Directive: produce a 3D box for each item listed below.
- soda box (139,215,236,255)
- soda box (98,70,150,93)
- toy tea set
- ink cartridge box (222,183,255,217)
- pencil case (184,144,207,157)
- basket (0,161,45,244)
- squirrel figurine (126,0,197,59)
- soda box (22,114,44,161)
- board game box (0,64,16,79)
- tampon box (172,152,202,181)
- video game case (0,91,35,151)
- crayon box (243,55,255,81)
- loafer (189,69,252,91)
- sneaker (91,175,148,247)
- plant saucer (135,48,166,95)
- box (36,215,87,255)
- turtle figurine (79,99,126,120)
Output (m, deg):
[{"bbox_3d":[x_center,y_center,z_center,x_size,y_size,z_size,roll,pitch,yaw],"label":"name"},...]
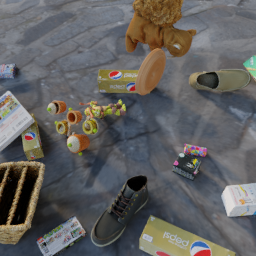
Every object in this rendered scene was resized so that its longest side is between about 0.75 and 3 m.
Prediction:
[{"bbox_3d":[1.624,3.498,7.971,2.531,0.857,0.810,20,52,17],"label":"soda box"},{"bbox_3d":[-0.153,-2.153,12.939,2.412,0.772,0.817,2,50,1],"label":"soda box"},{"bbox_3d":[-2.299,-0.080,10.632,2.427,1.443,0.898,32,25,25],"label":"toy tea set"},{"bbox_3d":[3.706,2.327,9.055,1.040,0.752,0.766,-4,49,-4],"label":"ink cartridge box"},{"bbox_3d":[2.552,0.836,10.628,0.847,0.374,0.374,13,50,9],"label":"pencil case"},{"bbox_3d":[-3.611,2.075,8.378,1.577,1.647,2.210,22,46,-20],"label":"basket"},{"bbox_3d":[1.331,-3.842,10.645,2.408,2.580,1.826,35,59,27],"label":"squirrel figurine"},{"bbox_3d":[-3.769,0.312,10.891,0.596,0.631,1.863,-16,51,-13],"label":"soda box"},{"bbox_3d":[-6.124,-2.822,13.824,1.028,0.317,1.028,-7,50,-7],"label":"board game box"},{"bbox_3d":[2.103,1.384,10.035,0.828,0.522,0.620,24,53,19],"label":"tampon box"},{"bbox_3d":[-4.949,-0.340,11.186,1.776,0.224,2.481,-44,53,-9],"label":"video game case"},{"bbox_3d":[6.175,-2.107,12.504,0.645,1.316,2.215,-38,47,22],"label":"crayon box"},{"bbox_3d":[4.167,-2.103,12.604,2.746,1.044,0.926,-4,12,9],"label":"loafer"},{"bbox_3d":[-0.273,2.436,8.618,0.896,1.272,2.395,32,56,25],"label":"sneaker"},{"bbox_3d":[0.892,-2.009,10.267,0.288,1.786,1.786,30,55,21],"label":"plant saucer"},{"bbox_3d":[-2.025,3.331,8.533,1.336,0.232,0.735,-29,55,-23],"label":"box"},{"bbox_3d":[-1.026,-0.688,11.613,1.780,0.711,2.207,-8,17,-14],"label":"turtle figurine"}]
